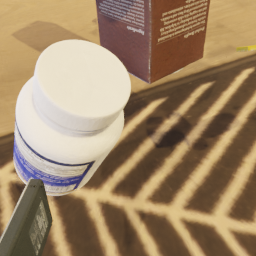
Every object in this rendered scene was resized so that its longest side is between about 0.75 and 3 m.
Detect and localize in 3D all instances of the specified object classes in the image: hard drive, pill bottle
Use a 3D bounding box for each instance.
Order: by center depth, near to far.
[{"bbox_3d":[-0.953,1.075,2.600,0.165,0.699,1.001,1,34,2],"label":"hard drive"},{"bbox_3d":[-0.702,-0.017,3.260,1.155,1.929,1.155,11,58,-18],"label":"pill bottle"}]

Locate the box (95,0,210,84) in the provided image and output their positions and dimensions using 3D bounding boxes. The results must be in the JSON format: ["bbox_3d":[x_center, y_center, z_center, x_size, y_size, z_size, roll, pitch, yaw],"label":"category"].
[{"bbox_3d":[0.436,-2.114,5.150,1.531,1.845,1.515,-30,46,-29],"label":"box"}]

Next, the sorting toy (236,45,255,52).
[{"bbox_3d":[2.561,-0.954,3.551,1.191,0.418,2.472,-13,16,-23],"label":"sorting toy"}]
